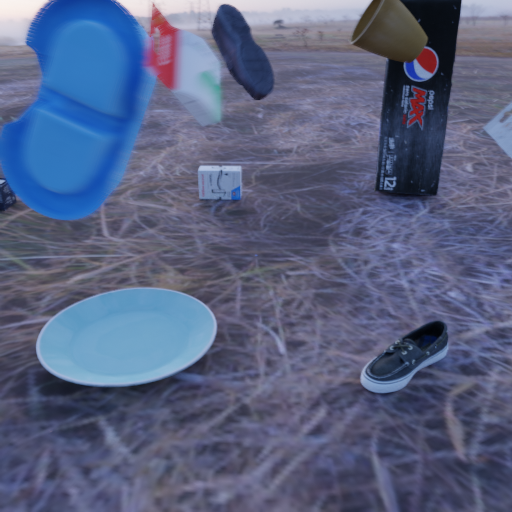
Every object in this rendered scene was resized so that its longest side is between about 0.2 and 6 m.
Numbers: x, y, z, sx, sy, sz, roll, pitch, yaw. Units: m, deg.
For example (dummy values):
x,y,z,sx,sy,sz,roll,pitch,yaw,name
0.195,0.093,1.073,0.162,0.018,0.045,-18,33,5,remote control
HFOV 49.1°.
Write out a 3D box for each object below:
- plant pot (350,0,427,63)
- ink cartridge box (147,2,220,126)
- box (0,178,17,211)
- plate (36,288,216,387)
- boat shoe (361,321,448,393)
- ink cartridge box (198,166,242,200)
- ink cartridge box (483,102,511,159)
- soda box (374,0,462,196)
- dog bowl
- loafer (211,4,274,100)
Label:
x,y,z,sx,sy,sz,roll,pitch,yaw,name
2.503,-4.074,10.255,1.167,1.087,1.087,28,22,-13,plant pot
-0.741,-2.064,6.033,0.276,1.101,0.886,-11,64,20,ink cartridge box
-6.054,-1.470,13.339,0.365,0.621,0.611,1,25,3,box
-1.826,1.190,8.111,2.525,0.323,2.525,-1,25,0,plate
2.038,1.327,7.638,1.642,0.465,0.564,-20,32,-35,boat shoe
-0.894,-1.808,13.885,1.045,0.763,0.440,0,26,3,ink cartridge box
5.534,-2.551,11.574,1.281,1.030,0.321,48,24,5,ink cartridge box
3.895,-3.827,13.679,1.594,4.504,1.426,6,20,12,soda box
-2.958,-2.480,9.583,2.108,3.782,0.937,25,18,3,dog bowl
-0.334,-4.274,12.071,0.860,0.753,2.392,-9,70,-38,loafer
